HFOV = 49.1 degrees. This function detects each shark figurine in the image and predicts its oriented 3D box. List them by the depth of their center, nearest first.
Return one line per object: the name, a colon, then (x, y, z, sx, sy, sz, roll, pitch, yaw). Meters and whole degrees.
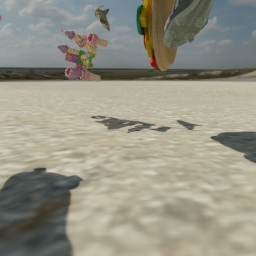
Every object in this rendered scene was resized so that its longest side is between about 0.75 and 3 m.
shark figurine: (-0.937, -4.240, 10.281, 0.565, 0.809, 1.354, -31, -16, 6)

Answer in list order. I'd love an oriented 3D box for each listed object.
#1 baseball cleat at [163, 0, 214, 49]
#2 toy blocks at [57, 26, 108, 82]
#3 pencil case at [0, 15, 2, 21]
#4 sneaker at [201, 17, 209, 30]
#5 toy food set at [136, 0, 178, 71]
baseball cleat: (1.325, -2.691, 5.613, 0.762, 2.186, 1.164, 9, 52, -24)
toy blocks: (-1.797, -2.421, 9.399, 1.418, 1.574, 1.684, 7, 7, -41)
pencil case: (-3.354, -2.728, 5.208, 0.949, 2.026, 0.920, -40, 23, -23)
sneaker: (1.910, -3.076, 8.002, 1.031, 0.622, 0.431, -20, 18, -21)
toy food set: (0.885, -2.800, 7.353, 0.620, 2.547, 2.521, 5, -32, 19)
